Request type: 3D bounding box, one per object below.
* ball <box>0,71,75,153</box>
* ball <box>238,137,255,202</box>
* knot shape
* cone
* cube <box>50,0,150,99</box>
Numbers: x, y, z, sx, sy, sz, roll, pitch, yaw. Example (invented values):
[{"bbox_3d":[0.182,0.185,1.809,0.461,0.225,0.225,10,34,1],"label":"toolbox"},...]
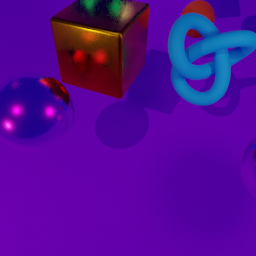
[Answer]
[{"bbox_3d":[-1.615,-0.262,4.802,1.388,1.388,1.388,0,74,0],"label":"ball"},{"bbox_3d":[2.576,0.709,4.709,1.365,1.365,1.365,0,74,0],"label":"ball"},{"bbox_3d":[1.447,-1.194,5.334,1.755,1.642,0.811,6,37,-13],"label":"knot shape"},{"bbox_3d":[1.736,-2.478,6.412,0.866,0.869,0.866,-2,112,-5],"label":"cone"},{"bbox_3d":[-0.455,-1.567,5.260,1.311,1.311,1.311,18,48,15],"label":"cube"}]
